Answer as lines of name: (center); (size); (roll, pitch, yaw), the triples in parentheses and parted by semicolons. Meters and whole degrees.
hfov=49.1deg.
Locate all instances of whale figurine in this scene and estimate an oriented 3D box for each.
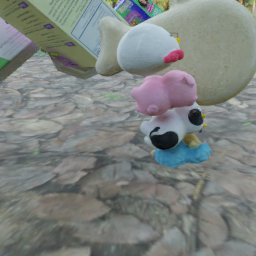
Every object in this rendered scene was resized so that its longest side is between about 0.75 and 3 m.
whale figurine: (0.828, -1.331, 4.992); (2.725, 2.168, 1.414); (5, 7, 12)

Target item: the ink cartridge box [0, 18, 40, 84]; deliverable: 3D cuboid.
ink cartridge box: (-4.140, -2.736, 7.921); (1.887, 2.583, 1.089); (-44, 6, -6)

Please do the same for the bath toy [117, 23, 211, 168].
bath toy: (0.607, -0.379, 3.893); (0.826, 2.235, 0.972); (19, 56, 40)

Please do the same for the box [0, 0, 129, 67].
box: (-1.710, -2.702, 6.684); (2.570, 1.242, 2.260); (36, -12, -36)

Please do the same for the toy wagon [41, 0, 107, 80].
toy wagon: (-1.259, -2.997, 8.610); (2.297, 2.961, 0.586); (17, 23, -15)

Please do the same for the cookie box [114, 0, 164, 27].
cookie box: (0.425, -3.456, 9.607); (1.772, 2.071, 0.778); (-24, 37, 54)
